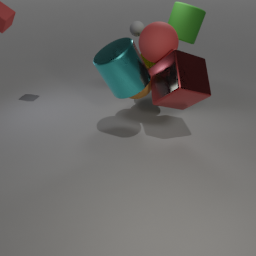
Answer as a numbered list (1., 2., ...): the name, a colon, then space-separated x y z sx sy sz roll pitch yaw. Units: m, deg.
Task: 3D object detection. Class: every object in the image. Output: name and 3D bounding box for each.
1. cylinder: 1.331 -2.764 12.162 1.400 1.400 1.400 11 -6 20
2. ball: 0.425 -4.657 13.156 0.700 0.700 0.700 0 29 0
3. cube: -4.768 -4.149 10.480 0.700 0.700 0.700 33 49 -15
4. cube: 1.718 -1.561 9.440 1.400 1.400 1.400 7 -20 -31
5. ball: 1.070 -2.996 9.851 1.400 1.400 1.400 0 29 0
6. ball: 0.280 -1.799 10.627 1.400 1.400 1.400 0 29 0
7. cylinder: 2.453 -4.525 12.138 1.400 1.400 1.400 16 20 -6
8. cylinder: -0.175 -1.898 8.939 1.400 1.400 1.400 -21 37 17
